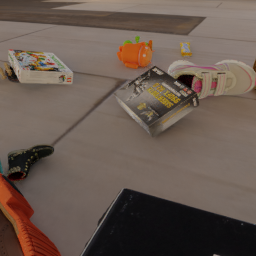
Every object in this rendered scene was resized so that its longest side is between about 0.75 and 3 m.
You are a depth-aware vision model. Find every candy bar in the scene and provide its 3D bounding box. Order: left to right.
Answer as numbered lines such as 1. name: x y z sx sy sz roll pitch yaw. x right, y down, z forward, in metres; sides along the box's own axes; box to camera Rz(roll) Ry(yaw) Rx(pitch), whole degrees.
1. candy bar: 2.752 -3.766 13.339 0.519 0.231 2.082 4 31 7

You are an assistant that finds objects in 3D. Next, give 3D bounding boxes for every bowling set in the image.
1. bowling set: -4.327 -1.947 9.937 0.846 0.454 0.589 -26 3 23

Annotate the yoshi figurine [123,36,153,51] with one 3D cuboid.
1. yoshi figurine: 0.381 -3.788 12.916 1.490 0.837 0.834 -1 15 3

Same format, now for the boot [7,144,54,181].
1. boot: -2.002 0.712 5.773 0.978 0.353 0.739 -12 35 -9

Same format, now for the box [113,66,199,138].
1. box: 0.693 -0.783 7.455 1.500 0.458 1.894 -34 44 -8

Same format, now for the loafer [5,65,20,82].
1. loafer: -4.235 -1.995 10.237 0.428 0.375 1.192 -24 38 -34

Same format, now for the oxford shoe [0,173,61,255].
1. oxford shoe: -1.625 1.693 3.859 0.935 0.918 2.578 -40 43 -15

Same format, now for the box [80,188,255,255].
1. box: 0.724 1.885 1.984 2.226 2.208 1.372 12 33 19

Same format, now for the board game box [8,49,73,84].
1. board game box: -3.287 -2.280 10.303 1.736 0.476 2.750 -4 29 -30

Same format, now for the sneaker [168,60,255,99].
1. sneaker: 2.467 -1.406 8.681 2.786 1.133 1.229 4 32 23

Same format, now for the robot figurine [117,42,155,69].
1. robot figurine: 0.323 -2.989 11.411 1.511 0.881 1.086 12 32 19

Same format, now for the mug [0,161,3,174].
1. mug: -2.849 0.789 5.145 1.128 0.849 1.373 6 31 11

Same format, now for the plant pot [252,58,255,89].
1. plant pot: 5.434 -1.927 8.753 2.359 2.198 2.198 20 34 7
